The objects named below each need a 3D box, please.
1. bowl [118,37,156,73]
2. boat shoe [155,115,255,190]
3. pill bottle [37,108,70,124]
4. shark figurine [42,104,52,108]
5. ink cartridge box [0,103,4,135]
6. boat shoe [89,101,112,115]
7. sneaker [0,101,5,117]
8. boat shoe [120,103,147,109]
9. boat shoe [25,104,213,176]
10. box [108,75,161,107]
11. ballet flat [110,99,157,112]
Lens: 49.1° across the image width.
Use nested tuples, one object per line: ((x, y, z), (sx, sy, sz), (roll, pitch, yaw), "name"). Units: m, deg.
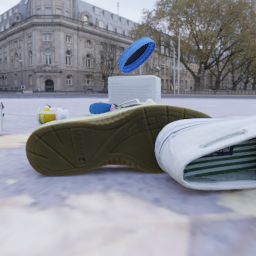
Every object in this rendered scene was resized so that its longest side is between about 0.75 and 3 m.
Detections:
((0.371, -3.201, 12.309), (1.919, 0.377, 1.919), (-38, -10, -8), "bowl")
((1.728, 0.298, 3.190), (2.757, 1.014, 0.921), (-11, 21, -3), "boat shoe")
((-2.517, -0.414, 9.495), (0.989, 0.549, 0.549), (1, 7, 2), "pill bottle")
((-3.125, -0.533, 10.695), (1.534, 0.640, 0.916), (18, -16, 44), "shark figurine")
((-4.204, -0.264, 7.140), (1.450, 0.844, 2.005), (-6, 9, -38), "ink cartridge box")
((-0.632, -0.527, 10.359), (1.776, 0.747, 0.610), (15, 1, -26), "boat shoe")
((-5.516, -0.621, 9.749), (1.009, 0.975, 2.418), (-2, 5, 36), "sneaker")
((0.208, -0.101, 5.804), (0.774, 0.874, 2.387), (1, 5, -33), "boat shoe")
((-0.045, 0.136, 3.941), (2.566, 0.936, 0.807), (-8, 13, -4), "boat shoe")
((0.342, -1.317, 11.906), (1.994, 1.708, 1.984), (2, 8, 13), "box")
((0.424, -0.554, 9.418), (2.371, 0.844, 0.820), (4, 11, 24), "ballet flat")
